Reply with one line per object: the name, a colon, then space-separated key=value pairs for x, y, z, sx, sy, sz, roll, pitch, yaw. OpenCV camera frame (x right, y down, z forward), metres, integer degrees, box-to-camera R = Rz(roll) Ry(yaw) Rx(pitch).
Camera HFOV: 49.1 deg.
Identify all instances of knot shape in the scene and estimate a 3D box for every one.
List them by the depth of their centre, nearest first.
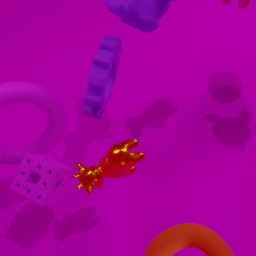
knot shape: x=1.286 y=2.395 z=3.884 sx=1.948 sy=2.082 sz=0.962 roll=-3 pitch=24 yaw=38

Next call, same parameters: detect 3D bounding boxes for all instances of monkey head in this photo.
monkey head: x=0.190 y=-2.508 z=5.391 sx=1.734 sy=1.248 sz=1.045 roll=33 pitch=108 yaw=32

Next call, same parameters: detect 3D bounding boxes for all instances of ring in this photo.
ring: x=-2.135 y=-0.034 z=5.441 sx=1.901 sy=1.901 sz=0.380 roll=-26 pitch=47 yaw=-11

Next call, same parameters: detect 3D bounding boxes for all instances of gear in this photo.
gear: x=-0.517 y=-1.055 z=5.967 sx=0.317 sy=1.714 sz=1.714 roll=16 pitch=67 yaw=1

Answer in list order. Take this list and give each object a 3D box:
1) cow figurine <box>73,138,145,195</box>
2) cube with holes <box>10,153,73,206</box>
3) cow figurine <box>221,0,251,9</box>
cow figurine: x=-0.374 y=0.701 z=5.084 sx=1.147 sy=1.166 sz=0.640 roll=-14 pitch=64 yaw=-27
cube with holes: x=-1.643 y=0.972 z=5.414 sx=0.717 sy=0.717 sz=0.717 roll=23 pitch=88 yaw=14
cow figurine: x=2.162 y=-3.011 z=5.236 sx=1.408 sy=1.385 sz=0.773 roll=-40 pitch=55 yaw=-23
